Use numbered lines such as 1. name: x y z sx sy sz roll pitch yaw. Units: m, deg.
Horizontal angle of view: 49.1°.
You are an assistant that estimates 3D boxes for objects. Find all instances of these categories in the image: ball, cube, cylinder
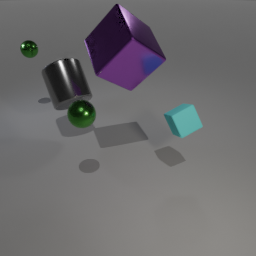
1. ball: -4.001 -3.198 11.365 0.700 0.700 0.700 0 28 0
2. cube: -0.097 -2.112 7.578 1.400 1.400 1.400 16 44 -46
3. cylinder: -2.126 -1.507 9.809 1.400 1.400 1.400 -21 -4 -2
4. ball: -1.129 -0.340 6.839 0.700 0.700 0.700 0 28 0
5. cube: 1.551 -0.220 7.944 0.700 0.700 0.700 -28 12 -7
